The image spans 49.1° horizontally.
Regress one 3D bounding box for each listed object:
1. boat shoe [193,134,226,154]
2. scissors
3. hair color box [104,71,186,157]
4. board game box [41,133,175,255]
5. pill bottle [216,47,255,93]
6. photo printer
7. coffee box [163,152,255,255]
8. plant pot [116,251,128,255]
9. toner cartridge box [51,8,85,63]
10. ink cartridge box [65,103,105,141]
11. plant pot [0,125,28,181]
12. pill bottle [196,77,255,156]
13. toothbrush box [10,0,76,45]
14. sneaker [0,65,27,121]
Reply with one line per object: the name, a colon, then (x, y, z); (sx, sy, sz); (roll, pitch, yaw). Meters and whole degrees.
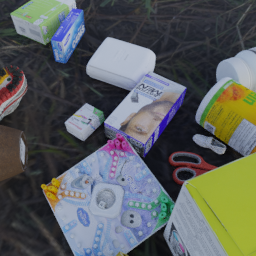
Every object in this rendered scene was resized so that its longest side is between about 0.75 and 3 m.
boat shoe: (2.306, 0.383, 7.885); (0.955, 0.331, 0.338); (25, 58, 17)
scissors: (2.427, 1.123, 7.429); (2.678, 0.187, 0.980); (3, 52, 4)
hair color box: (0.550, -0.488, 8.254); (1.338, 0.794, 2.448); (28, 60, 18)
board game box: (-0.522, 1.657, 6.564); (2.483, 0.321, 2.483); (-34, 61, -6)
pill bottle: (4.227, -1.843, 8.808); (2.570, 1.462, 1.462); (-18, 56, -10)
photo printer: (-0.146, -2.152, 9.480); (2.017, 0.701, 1.678); (21, 59, 13)
coffee box: (2.723, 2.245, 4.903); (2.950, 2.922, 2.955); (-19, 56, -13)
plant pot: (-0.157, 3.244, 5.378); (1.131, 1.098, 1.105); (-38, 62, -12)
toner cartridge box: (-2.146, -3.406, 10.273); (0.434, 0.954, 2.009); (13, 55, 8)
ink cartridge box: (-1.263, -0.186, 8.224); (0.690, 0.400, 0.953); (28, 59, 26)
plant pot: (-3.627, 0.634, 6.782); (2.147, 2.007, 2.007); (-3, 54, -9)
pill bottle: (3.353, -0.021, 7.431); (1.542, 1.542, 2.776); (-39, 63, -25)
toothbrush box: (-3.227, -4.379, 11.017); (1.506, 0.890, 2.068); (26, 59, 18)
sneaker: (-3.871, -0.539, 8.234); (1.032, 1.090, 2.652); (36, 76, 9)
